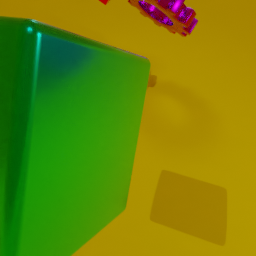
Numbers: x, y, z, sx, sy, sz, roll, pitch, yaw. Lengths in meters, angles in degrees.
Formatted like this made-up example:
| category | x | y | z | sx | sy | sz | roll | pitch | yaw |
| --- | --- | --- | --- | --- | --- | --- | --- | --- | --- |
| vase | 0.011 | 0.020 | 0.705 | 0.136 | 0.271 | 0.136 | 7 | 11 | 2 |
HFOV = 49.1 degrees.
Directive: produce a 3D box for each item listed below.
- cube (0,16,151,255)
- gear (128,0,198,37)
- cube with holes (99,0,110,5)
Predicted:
| category | x | y | z | sx | sy | sz | roll | pitch | yaw |
| --- | --- | --- | --- | --- | --- | --- | --- | --- | --- |
| cube | -0.698 | 0.015 | 1.815 | 1.204 | 1.204 | 1.204 | 14 | 12 | 23 |
| gear | 0.744 | -2.854 | 6.620 | 1.892 | 0.350 | 1.892 | 32 | 8 | -5 |
| cube with holes | -0.615 | -4.339 | 7.080 | 1.380 | 1.380 | 1.380 | 33 | 47 | -9 |
